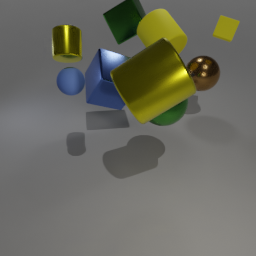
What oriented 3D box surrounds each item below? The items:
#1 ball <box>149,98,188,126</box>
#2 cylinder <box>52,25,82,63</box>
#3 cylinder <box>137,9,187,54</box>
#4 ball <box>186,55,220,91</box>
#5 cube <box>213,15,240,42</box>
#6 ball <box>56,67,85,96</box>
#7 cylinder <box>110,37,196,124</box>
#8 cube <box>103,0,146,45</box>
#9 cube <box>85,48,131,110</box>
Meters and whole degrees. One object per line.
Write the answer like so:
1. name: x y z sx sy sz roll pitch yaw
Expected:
1. ball: 0.993 -0.754 7.927 1.400 1.400 1.400 0 32 0
2. cylinder: -1.454 -1.994 6.701 0.700 0.700 0.700 -2 -3 0
3. cylinder: 1.258 -3.419 10.467 1.400 1.400 1.400 -20 68 -28
4. ball: 2.949 -2.171 11.174 1.400 1.400 1.400 0 32 0
5. cube: 3.538 -3.587 10.158 0.700 0.700 0.700 22 18 10
6. ball: -1.416 -1.159 6.951 0.700 0.700 0.700 0 32 0
7. cylinder: 0.551 -1.016 6.181 1.400 1.400 1.400 -31 32 9
8. cube: -0.005 -4.655 12.119 1.400 1.400 1.400 -22 18 23
9. cube: -0.612 -1.674 9.893 1.400 1.400 1.400 10 56 -27
